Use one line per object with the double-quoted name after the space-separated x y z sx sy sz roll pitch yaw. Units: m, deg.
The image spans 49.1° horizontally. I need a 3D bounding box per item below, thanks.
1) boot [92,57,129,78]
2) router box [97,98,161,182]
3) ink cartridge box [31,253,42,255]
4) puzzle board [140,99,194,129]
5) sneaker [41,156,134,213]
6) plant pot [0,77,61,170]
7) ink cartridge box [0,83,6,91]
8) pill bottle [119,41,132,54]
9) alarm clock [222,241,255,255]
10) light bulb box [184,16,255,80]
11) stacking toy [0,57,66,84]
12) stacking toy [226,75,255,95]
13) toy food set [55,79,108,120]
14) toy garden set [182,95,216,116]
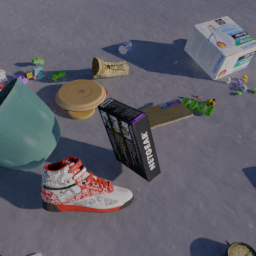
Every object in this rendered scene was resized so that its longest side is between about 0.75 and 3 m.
-0.765 -2.771 12.869 1.695 0.794 2.181 -6 -1 -11 "boot"
0.056 0.371 8.583 0.589 2.308 1.721 -35 40 -24 "router box"
-2.537 3.923 6.170 1.384 0.815 2.403 -12 44 -13 "ink cartridge box"
1.262 -0.500 10.994 2.148 0.187 1.618 -17 28 -3 "puzzle board"
-1.139 1.589 8.051 2.683 1.438 0.896 -1 15 -5 "sneaker"
-3.518 0.094 9.001 2.666 2.140 2.666 -34 33 25 "plant pot"
-5.439 -0.464 10.666 2.035 1.180 2.757 26 50 25 "ink cartridge box"
-0.127 -4.512 15.600 0.478 0.478 0.852 19 45 20 "pill bottle"
2.992 3.381 7.079 1.166 0.388 0.787 15 44 19 "alarm clock"
4.593 -3.999 13.882 2.412 1.518 2.433 -24 62 -23 "light bulb box"
-4.631 -2.416 13.287 2.030 0.633 2.692 35 51 30 "stacking toy"
5.289 -1.991 12.986 0.989 0.308 1.312 -8 44 -9 "stacking toy"
-1.983 -1.363 12.119 2.252 0.548 2.229 29 50 28 "toy food set"
3.050 -1.009 11.972 1.299 0.259 1.083 23 49 24 "toy garden set"
